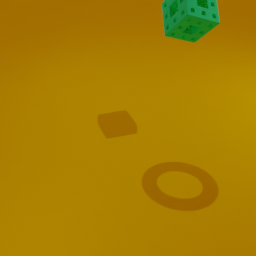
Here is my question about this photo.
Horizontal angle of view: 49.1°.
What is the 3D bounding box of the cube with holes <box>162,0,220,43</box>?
[{"bbox_3d":[1.394,-2.607,6.346,0.871,0.871,0.871,3,76,-25],"label":"cube with holes"}]
